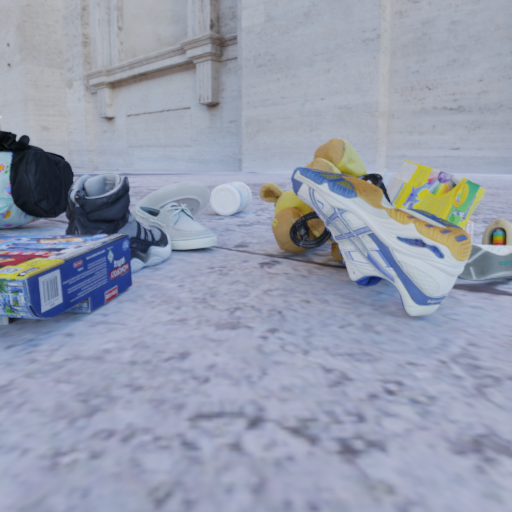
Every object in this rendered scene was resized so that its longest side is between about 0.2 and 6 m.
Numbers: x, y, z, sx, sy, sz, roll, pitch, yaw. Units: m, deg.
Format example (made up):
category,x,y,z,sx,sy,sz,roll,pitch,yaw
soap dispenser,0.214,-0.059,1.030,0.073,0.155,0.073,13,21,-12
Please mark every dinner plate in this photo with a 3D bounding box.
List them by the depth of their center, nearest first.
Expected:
category,x,y,z,sx,sy,sz,roll,pitch,yaw
dinner plate,-2.047,-1.125,13.732,2.101,0.255,2.101,-23,-17,-8

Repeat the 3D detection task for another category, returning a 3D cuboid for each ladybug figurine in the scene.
category,x,y,z,sx,sy,sz,roll,pitch,yaw
ladybug figurine,4.532,-0.268,10.411,0.322,0.894,0.607,26,-21,-39

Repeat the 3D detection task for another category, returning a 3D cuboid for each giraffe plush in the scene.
category,x,y,z,sx,sy,sz,roll,pitch,yaw
giraffe plush,1.162,-0.871,10.836,2.189,2.329,2.699,-16,7,37

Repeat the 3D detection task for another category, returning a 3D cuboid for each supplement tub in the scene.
category,x,y,z,sx,sy,sz,roll,pitch,yaw
supplement tub,-0.795,-1.844,17.946,1.007,1.007,1.527,3,12,13

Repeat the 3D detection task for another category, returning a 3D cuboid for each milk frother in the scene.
category,x,y,z,sx,sy,sz,roll,pitch,yaw
milk frother,1.533,-0.261,8.927,1.557,1.464,1.405,-19,24,25

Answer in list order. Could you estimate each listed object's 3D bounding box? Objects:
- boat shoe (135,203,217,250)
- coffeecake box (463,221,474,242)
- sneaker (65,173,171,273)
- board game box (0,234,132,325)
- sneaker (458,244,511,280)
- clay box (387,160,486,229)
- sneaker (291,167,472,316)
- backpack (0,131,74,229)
category,x,y,z,sx,sy,sz,roll,pitch,yaw
boat shoe,-1.844,-0.678,12.054,0.913,0.932,2.616,-10,15,-43
coffeecake box,3.904,-0.567,12.540,1.453,0.531,1.115,-2,11,-9
sneaker,-2.333,-0.620,9.810,1.106,1.667,2.930,3,11,16
board game box,-3.434,0.295,7.247,2.758,0.851,2.760,1,11,10
sneaker,3.869,0.110,9.011,1.664,0.585,0.667,1,-3,28
clay box,3.347,-0.948,10.820,0.575,1.387,2.414,24,10,-25
sneaker,1.352,-0.268,7.451,1.077,1.261,2.861,-3,29,-39
backpack,-6.804,-1.789,14.166,3.556,2.251,2.968,0,-9,4
